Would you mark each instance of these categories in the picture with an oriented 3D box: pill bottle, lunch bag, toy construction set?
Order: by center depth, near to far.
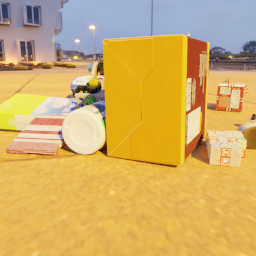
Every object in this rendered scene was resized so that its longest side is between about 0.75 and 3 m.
[{"bbox_3d":[-0.766,-0.110,7.294,1.099,1.099,1.943,5,15,18],"label":"pill bottle"},{"bbox_3d":[-0.644,-0.806,9.495,2.678,2.234,2.058,21,32,-7],"label":"toy construction set"},{"bbox_3d":[-1.961,-2.142,14.808,1.762,1.320,2.072,1,5,2],"label":"lunch bag"}]

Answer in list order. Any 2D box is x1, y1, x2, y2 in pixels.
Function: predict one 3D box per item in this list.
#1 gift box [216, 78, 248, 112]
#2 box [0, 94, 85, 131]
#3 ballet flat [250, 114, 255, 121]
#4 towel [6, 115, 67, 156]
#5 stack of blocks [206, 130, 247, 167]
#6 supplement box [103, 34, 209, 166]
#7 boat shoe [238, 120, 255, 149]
[{"bbox_3d":[4.496,-1.440,12.122,1.241,1.345,1.256,11,16,20],"label":"gift box"},{"bbox_3d":[-2.707,-0.485,8.955,2.610,0.622,1.591,5,28,7],"label":"box"},{"bbox_3d":[4.818,-0.021,8.427,2.149,0.498,0.724,13,7,25],"label":"ballet flat"},{"bbox_3d":[-2.144,0.135,7.273,1.262,0.199,1.752,3,31,9],"label":"towel"},{"bbox_3d":[2.295,0.437,6.533,0.829,0.422,1.439,3,15,12],"label":"stack of blocks"},{"bbox_3d":[0.845,-0.824,6.928,1.764,2.620,2.656,5,14,26],"label":"supplement box"},{"bbox_3d":[4.022,0.044,7.165,2.367,0.876,0.786,0,20,1],"label":"boat shoe"}]
